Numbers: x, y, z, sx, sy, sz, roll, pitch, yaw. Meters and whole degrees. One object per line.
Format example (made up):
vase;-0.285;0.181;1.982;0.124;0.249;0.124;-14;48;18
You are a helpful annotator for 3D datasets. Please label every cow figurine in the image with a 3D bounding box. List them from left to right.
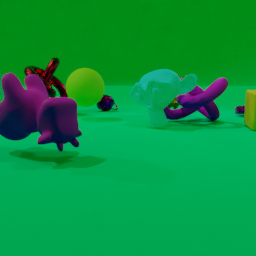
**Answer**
cow figurine;-1.447;-0.128;4.294;1.495;1.471;0.820;-36;-13;31

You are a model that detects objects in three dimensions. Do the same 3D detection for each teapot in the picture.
teapot;-0.958;-0.956;11.045;1.211;0.593;0.753;15;-20;-18

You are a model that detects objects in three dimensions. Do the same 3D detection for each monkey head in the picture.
monkey head;0.800;-0.772;7.136;1.919;1.380;1.156;-11;9;37

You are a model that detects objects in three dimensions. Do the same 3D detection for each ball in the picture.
ball;-1.295;-1.232;8.532;1.164;1.164;1.164;0;9;0

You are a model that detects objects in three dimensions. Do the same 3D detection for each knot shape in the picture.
knot shape;-2.756;-1.390;9.787;0.925;1.874;2.003;-5;26;10
knot shape;1.936;-0.827;7.808;2.038;0.942;1.907;9;-17;-26

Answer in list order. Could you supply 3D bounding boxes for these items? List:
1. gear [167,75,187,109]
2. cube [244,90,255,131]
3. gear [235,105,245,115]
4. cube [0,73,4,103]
gear;1.964;-1.398;11.236;1.557;1.557;0.288;-5;49;-27
cube;3.410;-0.448;6.821;0.882;0.882;0.882;1;13;10
gear;4.233;-0.606;9.301;1.242;0.230;1.242;0;-2;0
cube;-4.584;-1.236;8.885;1.065;1.065;1.065;-29;-37;15
